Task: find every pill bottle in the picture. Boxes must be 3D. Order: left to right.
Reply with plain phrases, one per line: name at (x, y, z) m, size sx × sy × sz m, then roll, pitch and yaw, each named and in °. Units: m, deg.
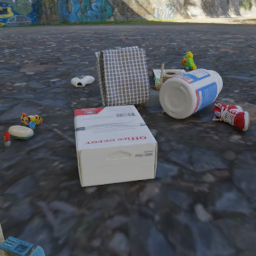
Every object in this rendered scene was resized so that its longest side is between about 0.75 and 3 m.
pill bottle at (2.527, -1.414, 10.684) m, size 1.507 × 1.507 × 2.685 m, roll 21°, pitch 31°, yaw 37°

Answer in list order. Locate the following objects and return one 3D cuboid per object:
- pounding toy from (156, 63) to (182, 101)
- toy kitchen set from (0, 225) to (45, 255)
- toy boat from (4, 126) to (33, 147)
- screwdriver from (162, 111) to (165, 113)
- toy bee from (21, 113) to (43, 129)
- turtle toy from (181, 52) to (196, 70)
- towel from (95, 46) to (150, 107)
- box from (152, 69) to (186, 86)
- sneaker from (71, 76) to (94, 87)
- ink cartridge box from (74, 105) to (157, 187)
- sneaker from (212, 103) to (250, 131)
pounding toy at (1.738, -1.842, 11.477) m, size 0.818 × 1.571 × 1.789 m, roll 9°, pitch 26°, yaw 16°
toy kitchen set at (-1.972, 2.030, 4.167) m, size 1.259 × 0.741 × 1.008 m, roll 9°, pitch 26°, yaw 19°
toy boat at (-3.401, 0.236, 8.498) m, size 0.785 × 0.434 × 0.934 m, roll 13°, pitch 20°, yaw 18°
screwdriver at (1.767, -0.831, 10.946) m, size 0.250 × 0.240 × 1.721 m, roll 41°, pitch 39°, yaw 10°
toy bee at (-3.280, -0.254, 9.289) m, size 0.691 × 0.573 × 1.055 m, roll 7°, pitch 26°, yaw 11°
turtle toy at (3.665, -4.093, 17.212) m, size 0.715 × 1.031 × 1.414 m, roll -19°, pitch 22°, yaw 11°
towel at (-0.167, -1.991, 10.884) m, size 1.892 × 2.285 × 0.978 m, roll -9°, pitch 9°, yaw -14°
box at (2.209, -2.533, 14.361) m, size 1.750 × 0.441 × 2.425 m, roll 0°, pitch 24°, yaw 0°
sneaker at (-2.180, -2.233, 13.840) m, size 1.198 × 0.448 × 0.597 m, roll -17°, pitch 47°, yaw -30°
ink cartridge box at (-0.449, 0.342, 7.420) m, size 1.842 × 1.040 × 2.510 m, roll -4°, pitch 25°, yaw -10°
sneaker at (3.431, -0.392, 9.483) m, size 1.010 × 0.640 × 1.796 m, roll 7°, pitch 18°, yaw 5°
